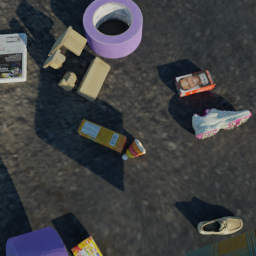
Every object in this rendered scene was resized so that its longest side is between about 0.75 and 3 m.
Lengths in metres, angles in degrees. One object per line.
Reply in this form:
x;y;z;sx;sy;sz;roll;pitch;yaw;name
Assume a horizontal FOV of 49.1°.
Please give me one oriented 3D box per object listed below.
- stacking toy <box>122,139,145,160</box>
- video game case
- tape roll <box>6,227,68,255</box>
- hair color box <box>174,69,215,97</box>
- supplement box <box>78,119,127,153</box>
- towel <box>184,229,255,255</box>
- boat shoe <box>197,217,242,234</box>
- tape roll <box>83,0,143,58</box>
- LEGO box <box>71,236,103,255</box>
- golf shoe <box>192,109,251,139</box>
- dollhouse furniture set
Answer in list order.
0.149;0.896;10.615;0.889;0.649;0.649;-34;75;9;stacking toy
-5.580;-2.939;11.915;2.472;0.289;2.247;-5;72;-3;video game case
-2.560;4.463;8.059;1.225;2.883;2.883;-8;69;-35;tape roll
2.722;-1.830;11.465;1.460;0.447;0.741;-16;74;-5;hair color box
-0.981;0.300;10.707;1.812;0.603;0.623;25;76;8;supplement box
2.536;3.406;7.290;2.652;1.945;0.288;-30;83;20;towel
3.249;3.419;9.749;1.583;0.514;0.571;-5;72;-2;boat shoe
-0.626;-4.309;11.950;2.461;1.045;2.461;0;72;0;tape roll
-1.320;4.316;9.461;0.763;0.395;1.024;-31;80;-15;LEGO box
3.581;-0.399;10.816;2.328;0.877;1.065;-18;70;-7;golf shoe
-2.249;-2.460;11.702;2.187;1.782;2.080;31;72;-27;dollhouse furniture set
